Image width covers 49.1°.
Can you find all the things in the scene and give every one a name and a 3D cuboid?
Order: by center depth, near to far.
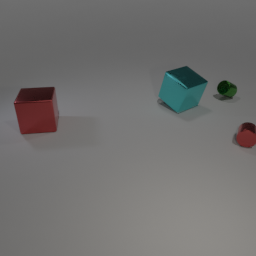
[{"bbox_3d":[4.373,0.244,10.260,0.700,0.700,0.700,13,31,20],"label":"cylinder"},{"bbox_3d":[-3.615,-0.732,11.279,1.400,1.400,1.400,-4,31,-7],"label":"cube"},{"bbox_3d":[2.466,-1.764,12.721,1.400,1.400,1.400,-21,53,-32],"label":"cube"},{"bbox_3d":[4.819,-1.897,13.614,0.700,0.700,0.700,11,18,-41],"label":"cylinder"}]
